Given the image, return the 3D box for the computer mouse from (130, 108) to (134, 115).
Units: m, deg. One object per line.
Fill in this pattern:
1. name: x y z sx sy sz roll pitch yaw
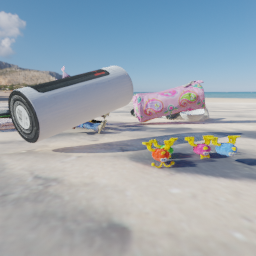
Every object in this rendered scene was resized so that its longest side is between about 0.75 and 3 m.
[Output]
1. computer mouse: 1.273 -0.914 15.870 2.788 0.475 0.817 6 8 37

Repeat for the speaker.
1. speaker: -1.144 -0.640 6.396 1.130 1.130 2.783 6 23 43

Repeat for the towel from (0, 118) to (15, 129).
1. towel: -4.502 -0.223 10.622 1.862 0.300 1.778 4 8 37

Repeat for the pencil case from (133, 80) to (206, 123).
1. pencil case: 1.678 -1.090 11.363 2.938 1.285 1.285 -14 8 -4

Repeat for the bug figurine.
1. bug figurine: 1.055 0.379 4.913 1.622 0.417 1.258 -4 1 -2

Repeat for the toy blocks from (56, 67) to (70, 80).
1. toy blocks: -2.425 -1.204 10.796 1.890 1.591 1.766 -8 -30 -48

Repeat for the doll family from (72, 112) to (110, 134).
1. doll family: -1.419 -0.389 9.174 1.398 0.949 2.419 16 3 -1

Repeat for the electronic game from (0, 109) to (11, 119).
1. electronic game: -5.355 -0.613 13.246 2.126 0.442 2.126 -5 0 0

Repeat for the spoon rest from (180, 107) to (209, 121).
1. spoon rest: 3.280 -0.723 13.351 1.104 0.674 2.222 5 7 35

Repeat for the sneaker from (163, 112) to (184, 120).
1. sneaker: 2.488 -0.741 13.765 1.763 0.657 0.768 -2 2 -20

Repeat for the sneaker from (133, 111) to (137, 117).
1. sneaker: 1.124 -1.132 15.264 1.099 1.062 2.634 32 29 12
